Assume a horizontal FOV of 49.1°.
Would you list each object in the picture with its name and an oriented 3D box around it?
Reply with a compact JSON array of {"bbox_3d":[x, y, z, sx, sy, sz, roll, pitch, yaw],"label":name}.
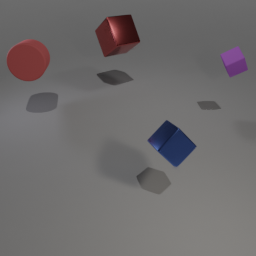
[{"bbox_3d":[-0.508,-4.408,13.434,1.400,1.400,1.400,-20,2,-31],"label":"cube"},{"bbox_3d":[-3.821,-2.656,10.888,1.400,1.400,1.400,-4,24,-7],"label":"cylinder"},{"bbox_3d":[3.999,-2.485,10.562,0.700,0.700,0.700,-23,50,20],"label":"cube"},{"bbox_3d":[1.013,0.363,6.552,0.700,0.700,0.700,-47,24,2],"label":"cube"}]
